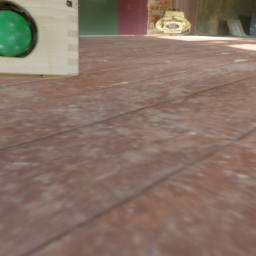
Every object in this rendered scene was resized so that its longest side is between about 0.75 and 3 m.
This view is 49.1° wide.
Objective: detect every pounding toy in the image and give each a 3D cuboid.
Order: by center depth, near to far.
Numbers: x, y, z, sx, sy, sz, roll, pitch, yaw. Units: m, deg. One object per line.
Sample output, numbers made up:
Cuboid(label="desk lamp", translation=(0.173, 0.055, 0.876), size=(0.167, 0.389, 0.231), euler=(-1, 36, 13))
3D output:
Cuboid(label="pounding toy", translation=(-1.966, -1.915, 4.902), size=(2.574, 1.988, 2.796), euler=(-4, 9, -28))
